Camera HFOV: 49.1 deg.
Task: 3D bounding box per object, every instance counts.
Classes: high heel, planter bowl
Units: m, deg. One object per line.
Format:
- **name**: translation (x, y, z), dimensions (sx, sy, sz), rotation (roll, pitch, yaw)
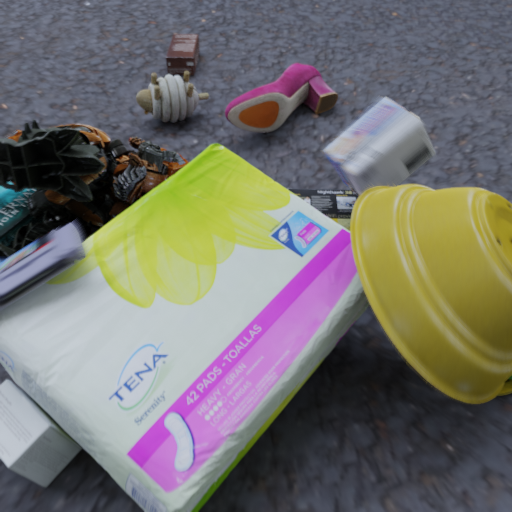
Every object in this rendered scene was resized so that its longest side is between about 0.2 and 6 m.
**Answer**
- **high heel**: translation (0.326, -3.631, 12.326), dimensions (3.057, 1.030, 1.467), rotation (-24, 59, -29)
- **planter bowl**: translation (2.572, 0.125, 6.592), dimensions (2.943, 1.226, 2.943), rotation (24, 49, -31)

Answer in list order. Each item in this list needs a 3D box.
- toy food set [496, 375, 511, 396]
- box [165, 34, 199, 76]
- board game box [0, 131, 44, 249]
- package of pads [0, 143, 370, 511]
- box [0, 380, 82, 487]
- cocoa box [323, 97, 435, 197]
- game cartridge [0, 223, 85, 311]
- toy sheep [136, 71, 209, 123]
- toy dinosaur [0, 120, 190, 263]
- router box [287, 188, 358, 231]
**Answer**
- **toy food set**: translation (3.638, 0.905, 7.892), dimensions (2.589, 0.846, 1.523), rotation (-19, 47, -19)
- **box**: translation (-1.867, -5.184, 14.410), dimensions (0.703, 0.526, 1.404), rotation (2, 43, 1)
- **board game box**: translation (-4.701, -1.118, 10.261), dimensions (2.182, 0.454, 3.226), rotation (20, 47, 19)
- **package of pads**: translation (-0.768, 0.668, 7.103), dimensions (3.207, 1.416, 4.152), rotation (36, 61, 18)
- **box**: translation (-2.695, 2.086, 6.571), dimensions (0.916, 0.921, 0.602), rotation (32, 66, 28)
- **cocoa box**: translation (1.928, -1.634, 8.822), dimensions (1.338, 0.892, 0.878), rotation (-40, 45, 4)
- **game cartridge**: translation (-2.654, 0.153, 6.474), dimensions (1.366, 0.262, 0.885), rotation (-34, 34, -8)
- **toy sheep**: translation (-1.809, -3.445, 12.225), dimensions (1.608, 1.108, 1.108), rotation (-5, 44, -15)
- **toy dinosaur**: translation (-2.875, -0.971, 9.053), dimensions (5.493, 2.806, 3.728), rotation (-6, 25, 9)
- **router box**: translation (1.697, -0.282, 9.261), dimensions (2.435, 0.636, 1.915), rotation (2, 44, 2)
